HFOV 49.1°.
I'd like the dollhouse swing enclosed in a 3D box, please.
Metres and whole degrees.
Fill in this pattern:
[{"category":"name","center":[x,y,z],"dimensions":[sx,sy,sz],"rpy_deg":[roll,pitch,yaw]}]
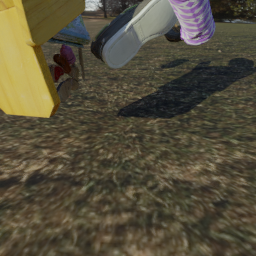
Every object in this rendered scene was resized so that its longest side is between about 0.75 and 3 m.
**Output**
[{"category":"dollhouse swing","center":[-2.055,-1.838,6.127],"dimensions":[2.570,2.259,2.336],"rpy_deg":[5,46,36]}]

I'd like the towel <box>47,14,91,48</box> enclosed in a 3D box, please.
[{"category":"towel","center":[-2.116,-3.177,7.785],"dimensions":[0.502,1.786,2.087],"rpy_deg":[-33,-19,37]}]

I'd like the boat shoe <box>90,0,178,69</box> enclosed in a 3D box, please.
[{"category":"boat shoe","center":[0.296,-2.728,7.316],"dimensions":[2.962,1.059,0.885],"rpy_deg":[-42,51,-15]}]

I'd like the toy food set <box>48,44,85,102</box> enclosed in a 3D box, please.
[{"category":"toy food set","center":[-1.591,-1.410,6.957],"dimensions":[0.307,1.238,1.948],"rpy_deg":[2,25,12]}]

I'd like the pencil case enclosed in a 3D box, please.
[{"category":"pencil case","center":[1.273,-2.512,5.859],"dimensions":[0.851,0.835,1.990],"rpy_deg":[-13,-21,23]}]

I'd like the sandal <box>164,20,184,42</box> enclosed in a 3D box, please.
[{"category":"sandal","center":[1.269,-3.719,9.363],"dimensions":[1.028,0.686,2.515],"rpy_deg":[-22,48,2]}]
